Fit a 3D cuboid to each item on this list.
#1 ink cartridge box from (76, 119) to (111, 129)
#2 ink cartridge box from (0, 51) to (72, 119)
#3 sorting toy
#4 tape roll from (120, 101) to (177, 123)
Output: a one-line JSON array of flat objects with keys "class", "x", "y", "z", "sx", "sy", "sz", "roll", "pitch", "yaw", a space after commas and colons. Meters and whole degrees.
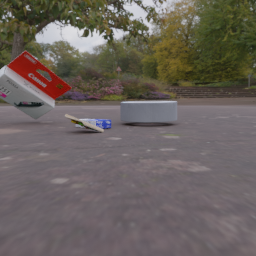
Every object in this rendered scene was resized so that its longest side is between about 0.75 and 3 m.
[{"class": "ink cartridge box", "x": -1.117, "y": -0.144, "z": 8.932, "sx": 0.578, "sy": 0.272, "sz": 1.230, "roll": -5, "pitch": 7, "yaw": -39}, {"class": "ink cartridge box", "x": -3.564, "y": -1.450, "z": 10.292, "sx": 2.007, "sy": 0.504, "sz": 2.313, "roll": -27, "pitch": -42, "yaw": 23}, {"class": "sorting toy", "x": -1.203, "y": -0.100, "z": 7.650, "sx": 0.879, "sy": 0.160, "sz": 0.813, "roll": 21, "pitch": -3, "yaw": 41}, {"class": "tape roll", "x": 0.754, "y": -0.628, "z": 10.255, "sx": 2.079, "sy": 0.687, "sz": 2.079, "roll": 0, "pitch": 7, "yaw": 0}]
